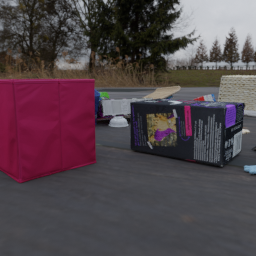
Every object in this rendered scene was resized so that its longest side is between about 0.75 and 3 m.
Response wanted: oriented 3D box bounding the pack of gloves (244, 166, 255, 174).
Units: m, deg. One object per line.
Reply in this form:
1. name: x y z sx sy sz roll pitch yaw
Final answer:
1. pack of gloves: 3.252 0.789 5.507 1.618 0.319 1.359 -5 11 -23

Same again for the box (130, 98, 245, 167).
1. box: 1.444 -0.020 7.078 2.476 1.313 1.514 8 13 37

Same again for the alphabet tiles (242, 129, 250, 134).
1. alphabet tiles: 3.754 0.079 9.990 1.022 0.076 1.045 -7 13 -34

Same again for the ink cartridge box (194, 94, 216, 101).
1. ink cartridge box: 3.640 -1.079 13.306 1.472 0.855 0.495 -14 -2 -44

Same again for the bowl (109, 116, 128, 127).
1. bowl: -0.378 -0.265 11.108 0.786 0.353 0.786 -1 10 0

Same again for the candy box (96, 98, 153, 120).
1. candy box: -0.300 -0.823 12.156 2.407 0.734 1.641 -4 -2 -27

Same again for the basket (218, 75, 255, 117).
1. basket: 6.278 -1.738 14.671 2.451 1.989 2.473 11 17 42

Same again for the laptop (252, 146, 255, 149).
1. laptop: 3.691 0.639 7.070 0.765 0.474 0.817 0 -18 -1

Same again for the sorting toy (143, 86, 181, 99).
1. sorting toy: 1.073 -1.431 14.120 2.076 0.413 2.808 -32 19 -28

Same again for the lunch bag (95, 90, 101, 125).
1. lunch bag: -2.310 -0.784 10.873 2.271 1.502 1.543 -5 27 -28

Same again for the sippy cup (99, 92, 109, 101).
1. sippy cup: -1.845 -1.271 14.196 1.809 1.421 1.326 17 7 29

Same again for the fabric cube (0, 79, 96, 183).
1. fabric cube: -1.977 -0.132 6.177 1.860 1.890 1.896 11 15 44
